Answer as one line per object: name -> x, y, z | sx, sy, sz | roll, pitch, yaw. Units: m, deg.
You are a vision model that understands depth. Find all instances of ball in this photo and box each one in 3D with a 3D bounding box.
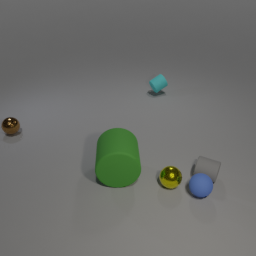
ball -> 1.326, 1.521, 8.692 | 0.700, 0.700, 0.700 | 0, 32, 0
ball -> -4.696, -0.090, 11.221 | 0.700, 0.700, 0.700 | 0, 32, 0
ball -> 2.160, 1.698, 8.309 | 0.700, 0.700, 0.700 | 0, 32, 0

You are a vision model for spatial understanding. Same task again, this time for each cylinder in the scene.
cylinder -> 1.550, -2.275, 14.300 | 0.700, 0.700, 0.700 | -34, 38, -4
cylinder -> -0.327, 0.934, 8.996 | 1.400, 1.400, 1.400 | -1, 32, -2
cylinder -> 2.547, 1.326, 9.010 | 0.700, 0.700, 0.700 | 17, 36, 21
